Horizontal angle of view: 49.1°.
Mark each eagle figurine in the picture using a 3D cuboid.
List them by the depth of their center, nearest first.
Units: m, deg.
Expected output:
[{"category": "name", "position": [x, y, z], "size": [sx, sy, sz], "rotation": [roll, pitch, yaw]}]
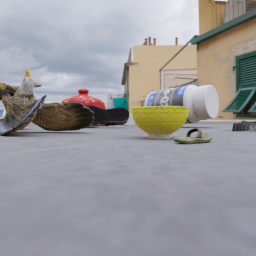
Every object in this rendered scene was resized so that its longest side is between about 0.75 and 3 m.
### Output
[{"category": "eagle figurine", "position": [-2.589, -0.504, 7.431], "size": [2.759, 2.082, 2.094], "rotation": [35, 65, 29]}]

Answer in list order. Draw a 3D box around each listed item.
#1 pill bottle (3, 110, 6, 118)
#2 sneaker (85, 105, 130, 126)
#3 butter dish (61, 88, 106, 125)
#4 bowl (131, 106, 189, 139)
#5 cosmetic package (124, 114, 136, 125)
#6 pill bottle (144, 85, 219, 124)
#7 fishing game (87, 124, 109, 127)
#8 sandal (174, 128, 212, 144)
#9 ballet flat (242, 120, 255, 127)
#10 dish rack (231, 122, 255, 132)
[{"category": "pill bottle", "position": [-3.937, -0.394, 9.895], "size": [0.882, 0.882, 1.592], "rotation": [-1, 2, -20]}, {"category": "sneaker", "position": [-1.027, -0.366, 11.534], "size": [2.122, 0.803, 0.929], "rotation": [4, -21, -4]}, {"category": "butter dish", "position": [-2.521, -1.202, 15.875], "size": [2.806, 2.080, 2.814], "rotation": [0, 2, 26]}, {"category": "bowl", "position": [0.637, -0.104, 5.580], "size": [1.149, 0.618, 1.149], "rotation": [0, 1, 0]}, {"category": "cosmetic package", "position": [0.099, -0.493, 16.218], "size": [0.913, 0.642, 1.801], "rotation": [0, 3, -2]}, {"category": "pill bottle", "position": [2.328, -0.977, 12.305], "size": [2.922, 1.662, 1.662], "rotation": [-5, -2, 40]}, {"category": "fishing game", "position": [-2.136, -0.213, 12.340], "size": [1.768, 0.384, 2.469], "rotation": [1, 1, -39]}, {"category": "sandal", "position": [1.090, 0.123, 4.581], "size": [0.828, 0.236, 0.329], "rotation": [-2, 3, -42]}, {"category": "ballet flat", "position": [5.422, -0.184, 12.357], "size": [0.295, 0.297, 0.867], "rotation": [-1, 2, -32]}, {"category": "dish rack", "position": [3.799, -0.026, 8.419], "size": [0.840, 0.299, 1.095], "rotation": [-3, 5, -36]}]
